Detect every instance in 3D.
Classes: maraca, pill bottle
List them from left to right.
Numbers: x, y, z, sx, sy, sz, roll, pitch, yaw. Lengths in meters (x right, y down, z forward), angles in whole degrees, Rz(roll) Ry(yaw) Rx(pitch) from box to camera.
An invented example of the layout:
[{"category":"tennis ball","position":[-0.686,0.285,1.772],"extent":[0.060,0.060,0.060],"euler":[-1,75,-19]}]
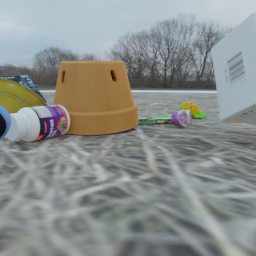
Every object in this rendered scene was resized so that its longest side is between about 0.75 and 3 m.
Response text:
[{"category":"pill bottle","position":[-2.071,-0.107,6.411],"extent":[0.765,0.765,1.373],"euler":[6,12,34]},{"category":"maraca","position":[2.382,-0.619,10.377],"extent":[1.065,0.570,0.730],"euler":[33,40,32]}]

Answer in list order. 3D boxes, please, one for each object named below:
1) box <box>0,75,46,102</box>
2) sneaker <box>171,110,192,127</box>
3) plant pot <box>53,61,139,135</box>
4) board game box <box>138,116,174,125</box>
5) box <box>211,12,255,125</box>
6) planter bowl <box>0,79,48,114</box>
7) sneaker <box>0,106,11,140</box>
[{"category":"box","position":[-3.146,-0.895,8.191],"extent":[0.927,0.669,1.249],"euler":[-15,55,-45]},{"category":"sneaker","position":[1.574,-0.294,8.609],"extent":[0.560,0.509,1.266],"euler":[-3,3,23]},{"category":"plant pot","position":[-0.956,-0.989,7.949],"extent":[2.549,1.784,2.549],"euler":[1,14,0]},{"category":"board game box","position":[0.689,-0.249,9.125],"extent":[1.618,0.190,0.848],"euler":[-2,7,-14]},{"category":"box","position":[3.451,-1.057,5.996],"extent":[2.847,1.771,1.388],"euler":[4,-17,-18]},{"category":"planter bowl","position":[-3.194,-0.501,7.809],"extent":[1.819,0.757,1.819],"euler":[14,-29,8]},{"category":"sneaker","position":[-3.332,0.172,4.319],"extent":[2.880,1.010,1.122],"euler":[-11,14,-21]}]
